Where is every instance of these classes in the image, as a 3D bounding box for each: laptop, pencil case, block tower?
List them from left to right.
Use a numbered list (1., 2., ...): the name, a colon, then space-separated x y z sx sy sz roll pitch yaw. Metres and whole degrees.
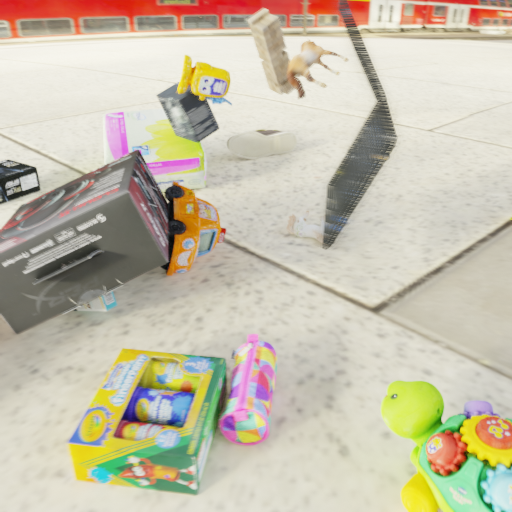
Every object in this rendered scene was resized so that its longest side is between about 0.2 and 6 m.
1. pencil case: -0.077 1.790 7.592 0.704 0.704 1.593 2 28 3
2. block tower: 0.409 -4.693 13.100 0.527 1.950 0.564 -39 47 -12
3. laptop: 1.393 -2.417 9.842 1.759 3.407 3.019 27 29 -5

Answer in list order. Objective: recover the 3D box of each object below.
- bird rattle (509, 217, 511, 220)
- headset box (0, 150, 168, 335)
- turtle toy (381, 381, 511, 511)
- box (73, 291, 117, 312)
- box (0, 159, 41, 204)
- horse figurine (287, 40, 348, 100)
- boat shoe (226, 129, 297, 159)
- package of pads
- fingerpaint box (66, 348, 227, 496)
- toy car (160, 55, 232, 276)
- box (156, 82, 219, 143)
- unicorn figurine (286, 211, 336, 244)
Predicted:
1. bird rattle: 6.147 -0.957 13.035 0.377 0.546 0.670 -14 16 12
2. headset box: -2.971 -0.366 9.637 2.696 1.360 3.627 -25 23 2
3. turtle toy: 2.360 2.212 6.288 1.599 1.109 2.194 -25 36 -39
4. box: -2.820 0.711 9.570 1.015 0.418 0.250 -4 18 41
5. box: -6.731 -1.919 14.645 1.294 0.680 1.580 17 32 31
6. horse figurine: 1.192 -4.156 12.237 1.157 0.436 1.746 33 60 12
7. boat shoe: 0.095 -3.573 17.675 2.427 0.872 0.722 -12 24 -28
8. package of pads: -2.865 -3.047 15.744 2.694 1.189 3.487 -8 38 -11
9. fingerpaint box: -1.286 2.012 7.156 1.521 0.669 1.823 4 28 8
10. toy car: -0.999 -1.567 10.708 1.303 3.915 1.920 6 28 -17
11. box: -1.394 -2.944 11.451 0.616 0.977 0.994 -37 36 -20
12. unicorn figurine: 1.329 -0.596 12.429 1.385 0.512 0.952 -4 34 23
